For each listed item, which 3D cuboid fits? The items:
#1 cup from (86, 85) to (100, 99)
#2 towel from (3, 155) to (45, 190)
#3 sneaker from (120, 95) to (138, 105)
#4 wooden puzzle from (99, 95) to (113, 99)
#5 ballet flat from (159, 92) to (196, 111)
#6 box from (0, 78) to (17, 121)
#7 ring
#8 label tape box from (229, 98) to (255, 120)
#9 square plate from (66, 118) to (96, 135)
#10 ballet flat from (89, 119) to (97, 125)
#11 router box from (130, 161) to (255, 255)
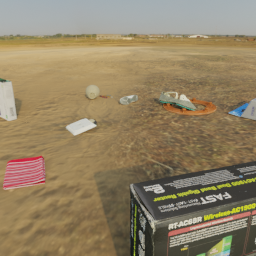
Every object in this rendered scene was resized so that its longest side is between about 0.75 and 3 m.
[{"bbox_3d":[-1.980,-1.925,15.562,0.792,0.792,0.566,-1,33,-3],"label":"cup"},{"bbox_3d":[-2.952,1.240,8.041,1.095,0.170,1.514,-7,22,-16],"label":"towel"},{"bbox_3d":[-0.020,-1.479,14.946,1.211,0.426,0.485,-17,10,-42],"label":"sneaker"},{"bbox_3d":[-1.235,-1.819,16.202,0.890,0.063,0.528,17,26,37],"label":"wooden puzzle"},{"bbox_3d":[2.496,-1.421,14.040,2.132,0.679,0.718,20,7,37],"label":"ballet flat"},{"bbox_3d":[-5.938,-1.433,12.835,2.403,1.734,0.437,18,27,38],"label":"box"},{"bbox_3d":[3.120,-1.166,14.218,2.656,0.255,2.656,-1,21,0],"label":"ring"},{"bbox_3d":[6.456,-0.965,12.720,2.920,0.965,2.092,21,29,40],"label":"label tape box"},{"bbox_3d":[-1.910,-0.090,11.292,0.987,0.140,0.978,-25,30,-24],"label":"square plate"},{"bbox_3d":[-1.636,-0.210,11.716,0.752,0.275,0.275,-17,27,-37],"label":"ballet flat"},{"bbox_3d":[1.393,1.683,4.182,2.762,2.069,0.858,-7,23,-18],"label":"router box"}]
